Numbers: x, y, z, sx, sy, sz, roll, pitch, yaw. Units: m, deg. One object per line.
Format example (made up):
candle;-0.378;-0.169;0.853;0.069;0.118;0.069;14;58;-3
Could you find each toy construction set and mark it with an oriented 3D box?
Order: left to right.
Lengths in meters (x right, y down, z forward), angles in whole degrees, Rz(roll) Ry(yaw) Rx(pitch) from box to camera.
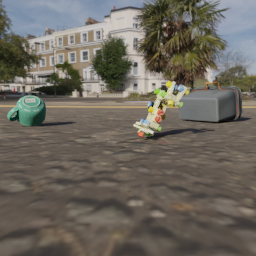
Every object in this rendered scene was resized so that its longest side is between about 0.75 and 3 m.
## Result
toy construction set;0.739;-0.356;6.740;0.733;1.592;1.044;43;-15;-17

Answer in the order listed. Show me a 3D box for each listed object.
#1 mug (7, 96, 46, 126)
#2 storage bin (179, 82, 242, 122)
mug;-3.246;-0.570;9.223;0.943;0.710;1.148;26;42;5
storage bin;3.127;-0.967;11.099;2.220;1.616;1.491;7;18;44
